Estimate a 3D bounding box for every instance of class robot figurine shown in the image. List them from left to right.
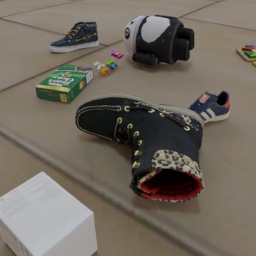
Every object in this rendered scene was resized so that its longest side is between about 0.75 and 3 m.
[{"bbox_3d":[1.078,-3.194,10.137,2.539,1.584,1.908,17,27,21],"label":"robot figurine"}]

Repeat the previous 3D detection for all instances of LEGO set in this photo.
[{"bbox_3d":[-0.806,-2.229,9.664,0.553,0.514,1.348,34,49,16],"label":"LEGO set"}]

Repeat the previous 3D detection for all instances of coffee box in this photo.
[{"bbox_3d":[-1.905,-1.433,8.699,1.112,0.398,1.809,11,37,15],"label":"coffee box"}]

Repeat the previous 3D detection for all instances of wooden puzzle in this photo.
[{"bbox_3d":[5.041,-2.923,10.929,1.426,0.247,2.114,-5,35,-7],"label":"wooden puzzle"}]

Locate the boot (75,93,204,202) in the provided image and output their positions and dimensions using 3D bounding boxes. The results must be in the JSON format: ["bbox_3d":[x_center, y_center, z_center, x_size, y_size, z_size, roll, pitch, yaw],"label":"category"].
[{"bbox_3d":[0.108,0.273,5.639,2.951,1.065,2.229,8,32,6],"label":"boot"}]

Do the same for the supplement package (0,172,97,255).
[{"bbox_3d":[-1.220,1.486,4.154,1.224,0.922,0.929,28,44,33],"label":"supplement package"}]

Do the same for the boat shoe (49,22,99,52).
[{"bbox_3d":[-2.242,-3.771,11.477,2.154,0.978,0.762,-19,40,-24],"label":"boat shoe"}]

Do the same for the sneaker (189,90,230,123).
[{"bbox_3d":[1.808,-0.497,7.061,1.859,0.785,0.697,-20,40,-24],"label":"sneaker"}]
